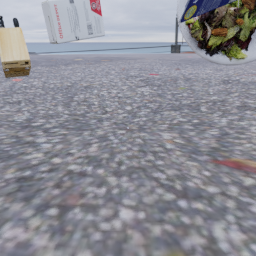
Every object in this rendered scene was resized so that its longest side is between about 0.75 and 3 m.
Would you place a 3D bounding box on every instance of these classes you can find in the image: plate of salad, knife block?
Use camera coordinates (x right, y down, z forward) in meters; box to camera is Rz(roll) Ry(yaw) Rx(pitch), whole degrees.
[{"bbox_3d":[2.571,-2.835,6.489,2.826,2.826,0.679,2,25,6],"label":"plate of salad"},{"bbox_3d":[-2.774,-2.060,6.645,0.593,1.626,1.852,-12,5,-20],"label":"knife block"}]

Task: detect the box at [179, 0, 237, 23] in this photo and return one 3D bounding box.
[{"bbox_3d":[1.155,-1.683,2.984,1.401,0.227,0.849,-28,-16,-21],"label":"box"}]

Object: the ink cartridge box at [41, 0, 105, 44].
[{"bbox_3d":[-1.552,-3.104,8.041,1.564,1.129,0.655,-21,24,-30],"label":"ink cartridge box"}]
